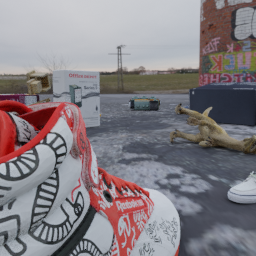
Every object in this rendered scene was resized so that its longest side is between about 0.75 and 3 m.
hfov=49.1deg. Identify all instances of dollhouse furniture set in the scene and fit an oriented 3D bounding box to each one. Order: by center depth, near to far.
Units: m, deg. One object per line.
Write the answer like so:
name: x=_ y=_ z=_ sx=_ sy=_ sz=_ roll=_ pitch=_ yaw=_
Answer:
dollhouse furniture set: x=-2.029 y=-0.328 z=5.206 sx=0.767 sy=1.220 sz=1.380 roll=1 pitch=23 yaw=9

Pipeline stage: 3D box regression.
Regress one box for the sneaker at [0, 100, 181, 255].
sneaker: x=-0.198 y=0.403 z=1.579 sx=0.705 sy=1.132 sz=2.113 roll=5 pitch=10 yaw=30

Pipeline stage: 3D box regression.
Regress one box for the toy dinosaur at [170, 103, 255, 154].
toy dinosaur: x=1.700 y=0.055 z=6.089 sx=1.476 sy=0.849 sz=2.918 roll=14 pitch=14 yaw=-9

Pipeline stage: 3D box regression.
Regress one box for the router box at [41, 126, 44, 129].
router box: x=-1.875 y=0.229 z=3.830 sx=1.495 sy=0.512 sz=2.005 roll=2 pitch=19 yaw=12

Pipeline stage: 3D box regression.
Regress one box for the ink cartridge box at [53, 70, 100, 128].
ink cartridge box: x=-1.509 y=-0.860 z=8.263 sx=1.228 sy=1.683 sz=0.707 roll=-8 pitch=11 yaw=-43

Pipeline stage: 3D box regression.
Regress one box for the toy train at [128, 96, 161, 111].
toy train: x=0.850 y=-1.251 z=14.525 sx=1.728 sy=0.736 sz=0.985 roll=1 pitch=18 yaw=3

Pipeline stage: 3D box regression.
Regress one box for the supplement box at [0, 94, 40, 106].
supplement box: x=-5.230 y=-1.144 z=13.026 sx=1.992 sy=0.853 sz=1.099 roll=-5 pitch=10 yaw=-31

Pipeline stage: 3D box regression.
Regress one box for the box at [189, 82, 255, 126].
box: x=3.590 y=-0.927 z=9.825 sx=2.231 sy=1.161 sz=2.031 roll=7 pitch=17 yaw=40

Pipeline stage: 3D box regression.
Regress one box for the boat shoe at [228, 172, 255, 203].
boat shoe: x=1.436 y=0.610 z=3.121 sx=0.841 sy=0.281 sz=0.309 roll=-5 pitch=10 yaw=-32

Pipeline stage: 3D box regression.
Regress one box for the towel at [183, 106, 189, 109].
towel: x=3.168 y=-1.044 z=13.407 sx=0.923 sy=0.150 sz=1.257 roll=-9 pitch=-10 yaw=-44
